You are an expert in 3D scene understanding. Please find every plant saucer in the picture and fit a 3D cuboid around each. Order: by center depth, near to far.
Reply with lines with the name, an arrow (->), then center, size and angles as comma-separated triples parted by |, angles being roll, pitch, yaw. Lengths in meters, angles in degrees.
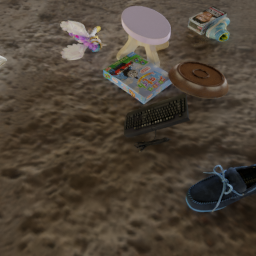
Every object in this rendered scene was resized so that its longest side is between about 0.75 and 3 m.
plant saucer -> 2.673, -1.908, 10.471 | 2.322, 0.372, 2.322 | 7, 40, -6

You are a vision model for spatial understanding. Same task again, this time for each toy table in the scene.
toy table -> 0.658, -3.680, 11.471 | 2.401, 1.530, 2.612 | -11, 51, -9

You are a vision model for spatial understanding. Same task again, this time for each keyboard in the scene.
keyboard -> 0.794, -0.097, 8.528 | 2.303, 0.237, 1.464 | -18, 64, 35

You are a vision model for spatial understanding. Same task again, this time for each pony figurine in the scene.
pony figurine -> -1.890, -3.774, 11.771 | 1.848, 1.594, 1.914 | 0, 36, -12

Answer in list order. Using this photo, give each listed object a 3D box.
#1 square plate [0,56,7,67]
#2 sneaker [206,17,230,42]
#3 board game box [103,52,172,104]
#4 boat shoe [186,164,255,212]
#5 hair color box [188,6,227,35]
square plate -> -6.692, -2.396, 10.935 | 2.759, 0.392, 2.733 | 27, 63, 18
sneaker -> 4.343, -4.396, 12.673 | 1.452, 0.577, 0.948 | -39, 59, -16
board game box -> 0.387, -2.001, 10.843 | 2.193, 0.401, 1.659 | 38, 60, 25
boat shoe -> 2.860, 1.428, 7.748 | 2.731, 0.937, 1.149 | -19, 54, -15
hair color box -> 3.753, -5.102, 13.252 | 1.714, 0.520, 0.849 | -33, 59, -23
